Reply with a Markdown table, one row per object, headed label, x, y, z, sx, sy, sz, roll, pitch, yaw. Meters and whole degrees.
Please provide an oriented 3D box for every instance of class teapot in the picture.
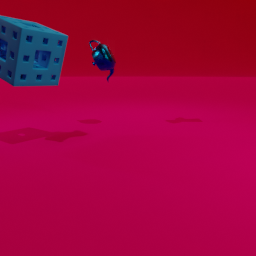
| label | x | y | z | sx | sy | sz | roll | pitch | yaw |
| --- | --- | --- | --- | --- | --- | --- | --- | --- | --- |
| teapot | -0.742 | -2.003 | 8.298 | 0.645 | 1.317 | 0.819 | -26 | 14 | 12 |

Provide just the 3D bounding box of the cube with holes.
| label | x | y | z | sx | sy | sz | roll | pitch | yaw |
| --- | --- | --- | --- | --- | --- | --- | --- | --- | --- |
| cube with holes | -2.283 | -1.700 | 6.255 | 1.183 | 1.183 | 1.183 | 29 | 24 | 28 |
